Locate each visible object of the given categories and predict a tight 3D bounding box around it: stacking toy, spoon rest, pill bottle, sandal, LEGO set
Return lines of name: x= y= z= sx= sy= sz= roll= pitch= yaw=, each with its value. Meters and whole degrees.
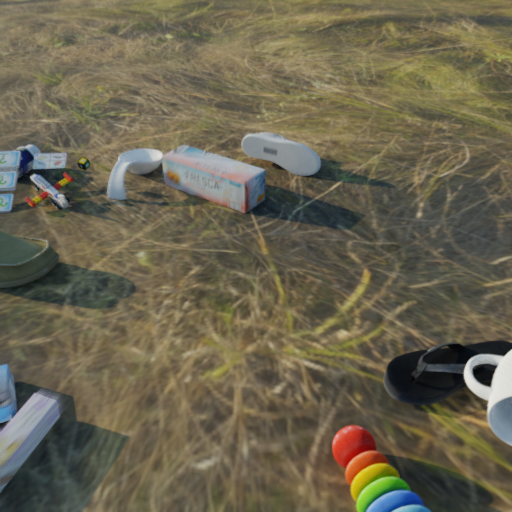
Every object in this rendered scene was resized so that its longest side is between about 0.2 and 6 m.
stacking toy: x=1.536 y=2.881 z=6.730 sx=0.905 sy=0.905 sz=2.119 roll=-9 pitch=32 yaw=-13
spoon rest: x=-3.110 y=-2.255 z=14.185 sx=1.139 sy=0.695 sz=2.293 roll=6 pitch=36 yaw=9
pill bottle: x=-6.103 y=-2.440 z=14.486 sx=0.629 sy=0.629 sz=1.133 roll=11 pitch=37 yaw=15
sandal: x=3.080 y=1.650 z=8.710 sx=2.442 sy=0.523 sz=0.928 roll=-11 pitch=36 yaw=-15
LEGO set: x=-5.304 y=-1.914 z=13.359 sx=2.511 sy=0.616 sz=1.876 roll=-2 pitch=57 yaw=-5

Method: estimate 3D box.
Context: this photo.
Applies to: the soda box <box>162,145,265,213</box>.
soda box: x=-1.035 y=-1.899 z=13.556 sx=2.576 sy=0.819 sz=0.881 roll=22 pitch=41 yaw=27

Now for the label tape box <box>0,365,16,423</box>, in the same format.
label tape box: x=-3.939 y=2.164 z=8.122 sx=0.789 sy=0.364 sz=1.101 roll=-15 pitch=40 yaw=-17

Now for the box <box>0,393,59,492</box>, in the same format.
box: x=-3.336 y=2.674 z=7.346 sx=0.407 sy=0.380 sz=1.962 roll=17 pitch=38 yaw=13

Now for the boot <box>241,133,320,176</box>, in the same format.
boot: x=0.804 y=-2.829 z=14.922 sx=2.257 sy=0.830 sz=1.079 roll=23 pitch=31 yaw=18

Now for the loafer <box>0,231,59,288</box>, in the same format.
loafer: x=-5.360 y=-0.119 z=10.816 sx=3.008 sy=1.014 sz=1.144 roll=2 pitch=35 yaw=3

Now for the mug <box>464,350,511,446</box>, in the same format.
mug: x=3.716 y=1.844 z=7.930 sx=1.473 sy=1.087 sz=1.291 roll=15 pitch=37 yaw=18
